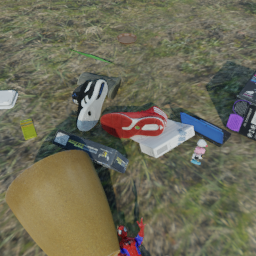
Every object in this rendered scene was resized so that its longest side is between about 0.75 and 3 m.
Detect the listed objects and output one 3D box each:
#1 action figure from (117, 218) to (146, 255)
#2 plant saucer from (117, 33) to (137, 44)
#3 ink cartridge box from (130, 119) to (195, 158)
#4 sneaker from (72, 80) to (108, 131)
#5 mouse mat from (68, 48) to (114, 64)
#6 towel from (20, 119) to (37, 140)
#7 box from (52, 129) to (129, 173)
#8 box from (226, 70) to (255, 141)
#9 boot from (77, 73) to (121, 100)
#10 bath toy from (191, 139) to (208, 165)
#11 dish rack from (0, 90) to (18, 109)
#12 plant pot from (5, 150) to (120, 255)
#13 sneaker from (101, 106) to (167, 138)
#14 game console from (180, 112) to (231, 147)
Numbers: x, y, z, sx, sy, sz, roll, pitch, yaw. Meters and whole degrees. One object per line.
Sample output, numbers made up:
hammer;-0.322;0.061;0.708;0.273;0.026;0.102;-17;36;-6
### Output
action figure;0.364;3.517;7.169;0.890;1.350;2.727;-18;45;-20
plant saucer;-0.066;-5.433;17.116;1.268;0.218;1.268;-1;44;1
ink cartridge box;1.285;0.323;11.034;2.008;0.449;1.769;-27;25;-25
sneaker;-1.928;-0.938;12.136;1.472;0.961;2.631;-1;52;31
mouse mat;-1.561;-3.090;12.097;1.740;0.066;1.400;22;9;32
towel;-4.121;0.030;11.574;0.493;0.103;1.145;-19;48;-17
box;-1.212;0.832;9.567;2.223;1.753;0.567;19;79;17
box;5.497;-1.106;11.487;1.584;1.826;2.987;27;51;24
boot;-1.445;-2.049;13.276;1.978;0.718;1.798;14;31;4
bath toy;2.204;0.729;8.559;0.306;0.827;0.360;27;31;25
dish rack;-5.897;-1.359;12.866;1.431;0.312;1.228;-1;44;-2
plant pot;-1.481;2.479;7.621;2.600;2.600;2.790;-27;63;-25
sneaker;0.335;-0.287;11.511;2.672;1.047;1.544;8;23;19
game console;3.070;-0.157;10.936;1.805;1.068;1.540;31;43;27
